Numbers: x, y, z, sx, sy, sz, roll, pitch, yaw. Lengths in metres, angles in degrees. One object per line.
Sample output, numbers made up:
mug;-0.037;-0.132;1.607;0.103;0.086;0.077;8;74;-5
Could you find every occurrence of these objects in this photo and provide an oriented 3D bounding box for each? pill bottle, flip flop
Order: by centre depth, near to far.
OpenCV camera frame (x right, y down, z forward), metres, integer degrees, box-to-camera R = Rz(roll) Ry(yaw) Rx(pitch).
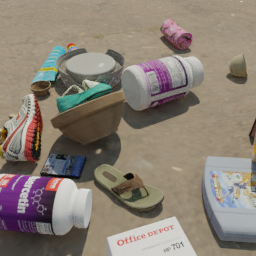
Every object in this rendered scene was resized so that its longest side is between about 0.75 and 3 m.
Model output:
pill bottle;-2.035;1.777;6.530;2.259;1.270;1.270;3;39;4
flip flop;-0.037;1.466;7.439;2.106;0.606;0.854;26;46;29
pill bottle;1.374;-1.824;10.690;2.953;1.658;1.658;-19;42;-23

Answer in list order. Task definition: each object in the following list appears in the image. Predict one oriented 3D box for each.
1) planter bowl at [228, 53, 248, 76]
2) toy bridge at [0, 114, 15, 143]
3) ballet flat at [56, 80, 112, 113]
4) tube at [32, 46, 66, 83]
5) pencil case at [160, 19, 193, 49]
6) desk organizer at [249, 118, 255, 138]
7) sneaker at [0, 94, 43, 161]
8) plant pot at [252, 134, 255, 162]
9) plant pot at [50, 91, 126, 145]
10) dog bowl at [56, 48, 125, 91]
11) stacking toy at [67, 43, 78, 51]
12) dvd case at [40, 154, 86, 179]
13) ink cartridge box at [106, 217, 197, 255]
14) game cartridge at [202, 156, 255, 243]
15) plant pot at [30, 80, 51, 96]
planter bowl;4.889;-2.732;12.479;0.678;1.007;1.007;-13;31;29
toy bridge;-4.181;0.158;9.354;0.601;0.244;1.789;11;40;13
ballet flat;-1.665;-1.340;10.602;2.432;0.856;0.819;-33;10;-33
tube;-3.499;-2.850;12.861;1.029;0.670;2.658;-8;42;14
pencil case;2.654;-5.178;15.409;1.032;0.988;2.386;-43;39;17
desk organizer;5.283;-0.200;9.343;2.346;0.841;0.903;-21;46;-24
sneaker;-3.447;-0.132;9.012;1.198;1.135;2.916;-6;39;-6
plant pot;4.716;0.308;7.212;2.510;2.741;2.741;13;41;19
plant pot;-1.069;-0.205;8.703;2.416;1.115;2.416;-22;3;1
dog bowl;-1.596;-2.552;12.218;2.952;0.866;2.952;0;40;0
stacking toy;-2.749;-3.868;14.041;0.717;0.717;1.679;-11;37;-13
dvd case;-1.896;1.118;8.280;1.174;0.103;0.838;5;40;5
ink cartridge box;0.630;3.006;5.284;1.599;0.938;2.184;-13;42;-15
game cartridge;2.816;1.714;7.276;1.672;0.522;2.511;6;39;0
plant pot;-3.534;-1.578;11.397;0.825;0.381;0.825;0;38;0
